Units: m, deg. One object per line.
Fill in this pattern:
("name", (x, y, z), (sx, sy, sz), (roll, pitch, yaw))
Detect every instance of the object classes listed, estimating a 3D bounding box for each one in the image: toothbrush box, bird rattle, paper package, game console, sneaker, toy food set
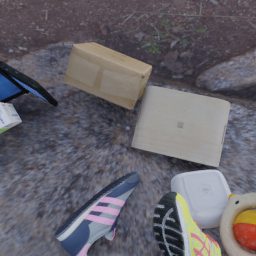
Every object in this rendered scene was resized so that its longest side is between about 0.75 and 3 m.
("toothbrush box", (-3.866, -0.059, 7.679), (1.514, 1.103, 0.652), (-28, 95, -3))
("bird rattle", (2.934, 2.247, 5.731), (2.054, 1.419, 2.519), (-5, 66, 42))
("paper package", (-0.522, -1.666, 8.589), (2.223, 1.150, 2.119), (22, 21, 4))
("game console", (-3.384, -0.940, 8.308), (1.895, 2.155, 1.254), (30, 82, 6))
("sneaker", (-0.493, 2.041, 6.659), (2.433, 0.854, 0.998), (-37, 93, -24))
("toy food set", (1.497, -0.062, 8.040), (2.558, 0.773, 1.835), (12, 87, 9))
("sneaker", (1.324, 2.399, 5.746), (1.113, 0.963, 2.464), (-19, 96, -28))

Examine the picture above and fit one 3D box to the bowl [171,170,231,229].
("bowl", (1.913, 1.685, 7.026), (1.489, 0.556, 1.487), (-5, 51, -6))
